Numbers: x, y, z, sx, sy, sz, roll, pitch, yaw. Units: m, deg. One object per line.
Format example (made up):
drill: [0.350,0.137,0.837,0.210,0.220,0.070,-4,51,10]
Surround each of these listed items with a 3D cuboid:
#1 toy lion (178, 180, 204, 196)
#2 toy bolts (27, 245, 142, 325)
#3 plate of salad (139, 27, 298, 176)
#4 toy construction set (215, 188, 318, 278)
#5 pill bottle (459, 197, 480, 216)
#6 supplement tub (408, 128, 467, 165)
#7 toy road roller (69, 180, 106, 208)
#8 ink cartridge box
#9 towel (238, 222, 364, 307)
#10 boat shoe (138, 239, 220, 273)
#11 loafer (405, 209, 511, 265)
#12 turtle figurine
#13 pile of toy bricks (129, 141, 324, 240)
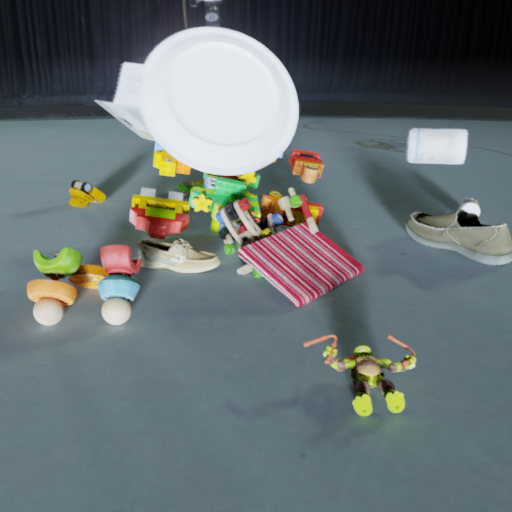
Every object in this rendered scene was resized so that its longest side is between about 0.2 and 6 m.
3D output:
toy lion: [-1.821,-2.181,17.329,1.335,0.458,1.279,-12,16,-28]
toy bolts: [-2.659,0.631,9.182,1.720,1.193,1.643,-5,-22,14]
plate of salad: [-0.551,-2.329,8.520,2.440,2.440,0.586,-6,-12,-16]
toy construction set: [0.268,-0.312,10.977,1.942,1.492,1.619,-20,-24,2]
pill bottle: [5.535,-1.243,14.550,0.481,0.481,0.826,6,22,16]
supplement tub: [3.877,-2.356,12.043,1.151,0.760,0.760,4,20,14]
toy road roller: [-4.792,-1.631,15.672,0.604,0.718,0.983,14,-13,34]
ink cartridge box: [-1.836,-2.900,10.981,1.774,0.847,2.021,12,-7,17]
towel: [0.877,0.107,10.408,1.592,0.248,2.202,40,38,24]
boat shoe: [-1.545,-0.032,11.095,1.692,0.550,0.611,5,21,13]
loafer: [4.394,-0.605,12.122,0.997,0.923,2.651,-13,24,-33]
turtle figurine: [1.347,1.482,7.050,1.481,0.477,1.195,7,27,-4]
pile of toy bricks: [-0.454,-1.237,12.063,4.359,2.418,2.152,6,33,-11]
